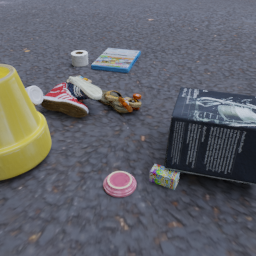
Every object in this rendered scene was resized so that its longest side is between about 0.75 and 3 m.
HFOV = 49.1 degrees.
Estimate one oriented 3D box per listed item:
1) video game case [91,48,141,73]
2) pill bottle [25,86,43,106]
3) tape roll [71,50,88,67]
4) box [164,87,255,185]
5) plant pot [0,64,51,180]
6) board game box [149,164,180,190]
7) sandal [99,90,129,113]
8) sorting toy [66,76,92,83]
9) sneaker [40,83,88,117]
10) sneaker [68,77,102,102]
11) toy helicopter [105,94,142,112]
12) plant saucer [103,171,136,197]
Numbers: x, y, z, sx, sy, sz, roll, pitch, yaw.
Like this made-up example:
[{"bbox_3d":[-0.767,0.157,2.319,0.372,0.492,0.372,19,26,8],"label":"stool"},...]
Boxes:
[{"bbox_3d":[-0.596,-3.813,15.577,2.039,0.254,2.850,9,35,12],"label":"video game case"},{"bbox_3d":[-3.811,-1.085,10.352,1.264,0.708,0.708,-10,27,31],"label":"pill bottle"},{"bbox_3d":[-2.613,-3.781,15.200,0.898,0.616,0.898,0,34,0],"label":"tape roll"},{"bbox_3d":[2.659,0.084,8.257,2.706,1.706,2.753,10,26,11],"label":"box"},{"bbox_3d":[-3.871,-0.327,8.193,2.793,2.627,2.793,-2,32,1],"label":"plant pot"},{"bbox_3d":[1.024,1.356,7.850,0.754,0.388,0.395,15,37,21],"label":"board game box"},{"bbox_3d":[-0.563,-1.212,11.479,0.801,0.538,1.994,-23,39,-30],"label":"sandal"},{"bbox_3d":[-2.335,-2.248,13.343,0.868,0.171,0.938,-28,44,-35],"label":"sorting toy"},{"bbox_3d":[-2.312,-1.139,11.047,2.106,0.750,1.185,15,48,18],"label":"sneaker"},{"bbox_3d":[-1.778,-1.359,11.340,0.807,0.910,2.153,-1,26,-37],"label":"sneaker"},{"bbox_3d":[-0.199,-1.023,10.930,1.458,0.575,0.964,12,26,5],"label":"toy helicopter"},{"bbox_3d":[-0.227,1.508,7.769,0.921,0.233,0.921,0,33,0],"label":"plant saucer"}]
